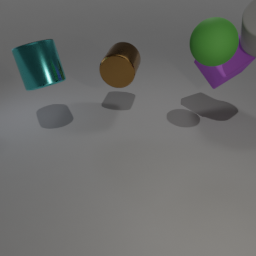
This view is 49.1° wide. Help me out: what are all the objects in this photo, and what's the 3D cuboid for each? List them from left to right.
[{"bbox_3d":[-2.953,-2.104,9.379,1.400,1.400,1.400,-14,16,4],"label":"cylinder"},{"bbox_3d":[-0.290,-2.525,11.178,1.400,1.400,1.400,6,37,10],"label":"cylinder"},{"bbox_3d":[2.544,-2.546,8.324,1.400,1.400,1.400,0,32,0],"label":"ball"},{"bbox_3d":[3.559,-2.563,10.515,1.400,1.400,1.400,-32,81,-4],"label":"cube"},{"bbox_3d":[4.240,-3.097,8.637,1.400,1.400,1.400,14,-6,21],"label":"cylinder"}]
